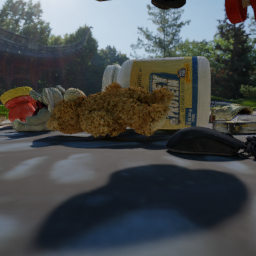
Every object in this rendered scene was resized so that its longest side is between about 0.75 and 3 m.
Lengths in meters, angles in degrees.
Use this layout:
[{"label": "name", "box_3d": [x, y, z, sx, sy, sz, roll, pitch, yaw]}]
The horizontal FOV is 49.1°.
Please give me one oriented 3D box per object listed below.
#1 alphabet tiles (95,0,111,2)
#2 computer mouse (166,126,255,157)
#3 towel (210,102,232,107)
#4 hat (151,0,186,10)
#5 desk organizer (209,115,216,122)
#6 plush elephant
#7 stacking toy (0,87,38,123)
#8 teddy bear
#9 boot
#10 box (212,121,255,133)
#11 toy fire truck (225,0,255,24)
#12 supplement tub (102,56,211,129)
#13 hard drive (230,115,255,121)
[{"label": "alphabet tiles", "box_3d": [-0.789, -2.395, 4.411, 2.149, 0.082, 2.582, -2, 15, -43]}, {"label": "computer mouse", "box_3d": [1.149, 0.151, 3.744, 1.284, 0.338, 0.889, 1, 5, 17]}, {"label": "towel", "box_3d": [3.140, -1.108, 13.152, 2.726, 0.325, 1.973, 7, 8, 42]}, {"label": "hat", "box_3d": [1.102, -4.120, 8.810, 1.438, 1.438, 0.580, -2, -19, -20]}, {"label": "desk organizer", "box_3d": [3.170, -0.392, 11.530, 0.315, 0.293, 0.817, 0, 4, -37]}, {"label": "plush elephant", "box_3d": [-2.151, -0.542, 7.337, 1.535, 1.188, 1.264, 1, 4, 8]}, {"label": "stacking toy", "box_3d": [-3.585, -0.338, 9.685, 2.311, 1.079, 2.553, -26, -8, 19]}, {"label": "teddy bear", "box_3d": [-0.365, -0.442, 5.659, 2.654, 0.886, 1.924, 10, 42, 33]}, {"label": "boot", "box_3d": [5.165, -0.736, 13.107, 2.068, 0.745, 1.599, -9, 7, -30]}, {"label": "box", "box_3d": [2.745, -0.037, 6.852, 1.057, 0.255, 0.837, 0, 5, -12]}, {"label": "toy fire truck", "box_3d": [2.620, -3.142, 5.512, 1.164, 2.077, 1.744, -3, 31, 41]}, {"label": "supplement tub", "box_3d": [0.790, -0.911, 7.553, 2.652, 1.918, 1.918, 0, 4, 11]}, {"label": "hard drive", "box_3d": [3.159, -0.174, 7.731, 0.650, 0.125, 0.985, 0, -13, 1]}]
